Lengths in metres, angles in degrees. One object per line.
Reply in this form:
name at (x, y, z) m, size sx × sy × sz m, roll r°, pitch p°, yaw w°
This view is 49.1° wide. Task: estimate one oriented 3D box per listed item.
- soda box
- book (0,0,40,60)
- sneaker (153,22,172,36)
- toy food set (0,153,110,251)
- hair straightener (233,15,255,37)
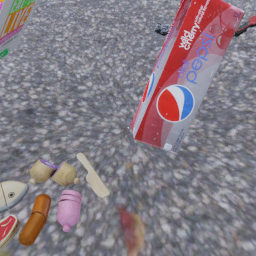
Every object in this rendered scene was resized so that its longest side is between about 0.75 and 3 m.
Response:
soda box at (0.996, -1.002, 5.349) m, size 0.985 × 2.812 × 0.892 m, roll 20°, pitch 15°, yaw -10°
book at (-3.067, -2.808, 7.041) m, size 0.687 × 2.858 × 1.909 m, roll 35°, pitch 40°, yaw -14°
sneaker at (1.130, -3.104, 8.713) m, size 0.517 × 0.343 × 0.908 m, roll 10°, pitch 1°, yaw -25°
toy food set at (-1.578, 1.266, 4.808) m, size 2.358 × 0.371 × 1.499 m, roll -28°, pitch 60°, yaw -22°
hair straightener at (2.288, -1.907, 5.389) m, size 0.895 × 0.344 × 0.183 m, roll -35°, pitch 72°, yaw 0°
